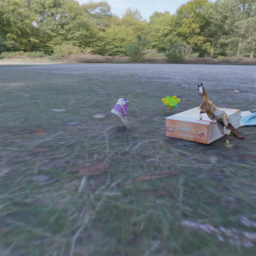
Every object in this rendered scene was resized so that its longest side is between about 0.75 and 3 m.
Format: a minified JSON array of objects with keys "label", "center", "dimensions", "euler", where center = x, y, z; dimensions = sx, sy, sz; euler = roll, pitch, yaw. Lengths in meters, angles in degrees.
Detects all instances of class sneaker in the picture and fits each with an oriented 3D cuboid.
[{"label":"sneaker","center":[-0.131,-0.508,8.521],"dimensions":[0.417,0.656,1.150],"euler":[24,-13,13]}]

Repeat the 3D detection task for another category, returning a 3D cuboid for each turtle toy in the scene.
[{"label":"turtle toy","center":[1.588,-0.955,10.617],"dimensions":[0.600,0.416,0.823],"euler":[-13,28,-13]}]

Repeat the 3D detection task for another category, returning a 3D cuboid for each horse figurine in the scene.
[{"label":"horse figurine","center":[2.059,-0.241,6.470],"dimensions":[1.516,0.378,1.004],"euler":[37,36,-21]}]

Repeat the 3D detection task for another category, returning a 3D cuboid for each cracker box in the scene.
[{"label":"cracker box","center":[2.212,-0.155,8.135],"dimensions":[1.348,0.580,2.012],"euler":[12,20,43]}]

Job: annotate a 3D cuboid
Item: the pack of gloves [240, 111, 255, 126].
[{"label":"pack of gloves","center":[3.696,-0.417,9.411],"dimensions":[1.567,0.309,1.317],"euler":[-6,21,-7]}]
